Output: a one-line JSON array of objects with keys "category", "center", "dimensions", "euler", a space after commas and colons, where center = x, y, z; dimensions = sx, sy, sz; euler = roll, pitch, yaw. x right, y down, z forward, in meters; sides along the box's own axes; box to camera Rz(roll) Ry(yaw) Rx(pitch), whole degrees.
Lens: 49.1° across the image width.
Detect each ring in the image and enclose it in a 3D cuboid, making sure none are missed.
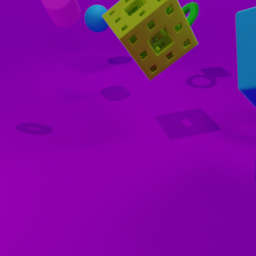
[{"category": "ring", "center": [1.818, -3.561, 9.263], "dimensions": [0.259, 1.295, 1.295], "euler": [30, 25, -24]}]

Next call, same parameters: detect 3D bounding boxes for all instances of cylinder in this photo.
[{"category": "cylinder", "center": [-1.862, -3.446, 7.867], "dimensions": [0.882, 0.882, 0.882], "euler": [-1, 78, 5]}]

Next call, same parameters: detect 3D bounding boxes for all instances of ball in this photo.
[{"category": "ball", "center": [-1.269, -4.540, 11.658], "dimensions": [1.070, 1.070, 1.070], "euler": [0, 33, 0]}]

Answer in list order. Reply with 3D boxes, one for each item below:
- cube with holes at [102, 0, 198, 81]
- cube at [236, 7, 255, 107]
[{"category": "cube with holes", "center": [0.478, -2.212, 6.298], "dimensions": [1.331, 1.331, 1.331], "euler": [-37, 44, 9]}, {"category": "cube", "center": [2.639, -1.185, 4.611], "dimensions": [1.337, 1.337, 1.337], "euler": [-5, -11, 34]}]
